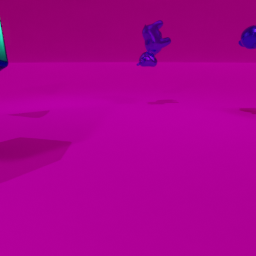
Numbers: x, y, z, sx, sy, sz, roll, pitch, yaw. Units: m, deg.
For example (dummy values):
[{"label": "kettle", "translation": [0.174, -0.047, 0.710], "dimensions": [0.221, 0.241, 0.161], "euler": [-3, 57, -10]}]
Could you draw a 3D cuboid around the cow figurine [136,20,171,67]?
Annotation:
[{"label": "cow figurine", "translation": [0.756, -2.813, 9.577], "dimensions": [1.385, 1.407, 0.772], "euler": [-26, 9, 3]}]

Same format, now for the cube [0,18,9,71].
[{"label": "cube", "translation": [-2.653, -1.299, 3.608], "dimensions": [1.394, 1.394, 1.394], "euler": [-18, -9, 32]}]

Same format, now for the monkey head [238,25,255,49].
[{"label": "monkey head", "translation": [3.613, -2.442, 7.780], "dimensions": [0.772, 0.921, 1.281], "euler": [-39, 8, 8]}]
